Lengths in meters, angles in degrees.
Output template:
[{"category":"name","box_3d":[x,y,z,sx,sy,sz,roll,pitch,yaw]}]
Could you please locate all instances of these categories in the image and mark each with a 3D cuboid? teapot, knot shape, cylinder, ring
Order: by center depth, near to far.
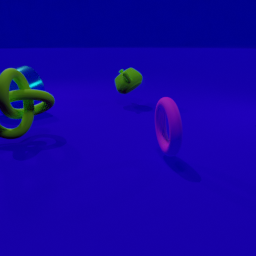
[{"category":"ring","box_3d":[0.725,-0.021,5.127,0.218,1.089,1.089,-6,18,-10]},{"category":"knot shape","box_3d":[-2.327,-0.521,6.241,1.418,1.515,0.700,-5,30,-47]},{"category":"cylinder","box_3d":[-3.379,-1.128,8.500,1.207,1.207,1.207,11,34,32]},{"category":"teapot","box_3d":[-0.030,-1.650,9.596,0.980,0.772,1.576,-35,-2,0]}]
